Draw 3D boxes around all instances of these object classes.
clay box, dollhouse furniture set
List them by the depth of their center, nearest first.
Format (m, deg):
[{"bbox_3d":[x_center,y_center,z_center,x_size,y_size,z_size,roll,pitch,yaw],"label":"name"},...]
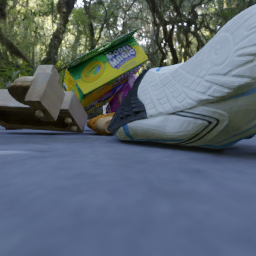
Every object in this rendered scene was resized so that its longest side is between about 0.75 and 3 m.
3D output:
[{"bbox_3d":[-2.127,-0.083,4.047,2.152,1.844,2.263,4,-30,15],"label":"dollhouse furniture set"},{"bbox_3d":[-0.582,-0.931,5.765,1.466,0.607,2.551,-33,-1,-21],"label":"clay box"}]

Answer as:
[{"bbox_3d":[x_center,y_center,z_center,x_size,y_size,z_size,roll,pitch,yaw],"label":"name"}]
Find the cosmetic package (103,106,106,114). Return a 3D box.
[{"bbox_3d":[-0.522,-0.612,13.004,0.857,0.851,1.024,1,2,36],"label":"cosmetic package"}]

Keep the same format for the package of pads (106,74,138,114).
[{"bbox_3d":[0.556,-0.467,5.930,1.886,0.713,1.136,-2,-34,-42],"label":"package of pads"}]

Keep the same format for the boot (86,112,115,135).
[{"bbox_3d":[-0.013,-0.139,4.904,1.311,0.461,0.939,-7,9,-22],"label":"boot"}]

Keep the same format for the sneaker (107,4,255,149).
[{"bbox_3d":[0.601,-0.195,2.835,1.031,1.023,2.846,36,-18,-17],"label":"sneaker"}]
